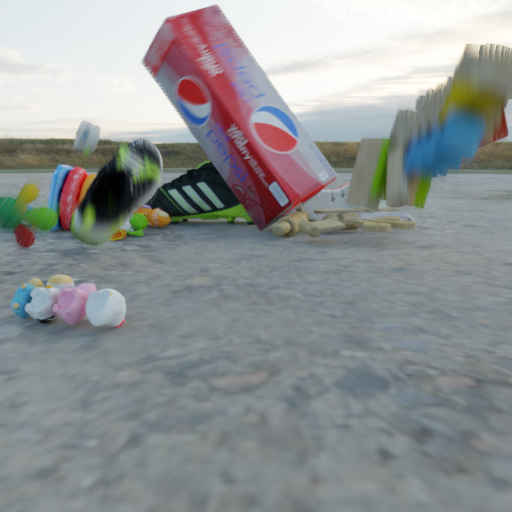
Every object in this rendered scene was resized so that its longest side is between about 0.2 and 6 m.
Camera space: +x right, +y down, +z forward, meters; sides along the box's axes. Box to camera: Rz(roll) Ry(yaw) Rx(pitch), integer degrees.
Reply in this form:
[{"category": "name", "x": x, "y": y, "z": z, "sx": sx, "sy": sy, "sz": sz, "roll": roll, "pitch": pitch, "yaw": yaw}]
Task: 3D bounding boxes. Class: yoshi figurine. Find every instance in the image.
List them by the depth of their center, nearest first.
[{"category": "yoshi figurine", "x": -2.410, "y": -0.606, "z": 10.565, "sx": 0.624, "sy": 0.626, "sz": 1.115, "roll": 18, "pitch": 11, "yaw": 7}]

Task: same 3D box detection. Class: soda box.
[{"category": "soda box", "x": -0.354, "y": -2.790, "z": 11.308, "sx": 1.520, "sy": 4.343, "sz": 1.377, "roll": -34, "pitch": -2, "yaw": -36}]

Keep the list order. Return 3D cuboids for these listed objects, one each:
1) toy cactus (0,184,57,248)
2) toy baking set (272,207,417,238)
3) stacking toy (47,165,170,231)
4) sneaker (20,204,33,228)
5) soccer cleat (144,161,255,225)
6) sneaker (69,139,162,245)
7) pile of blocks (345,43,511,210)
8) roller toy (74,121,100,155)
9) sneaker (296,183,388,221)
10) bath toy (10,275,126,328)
[{"category": "toy cactus", "x": -3.373, "y": -0.630, "z": 6.277, "sx": 2.137, "sy": 1.093, "sz": 1.763, "roll": 37, "pitch": 12, "yaw": -26}, {"category": "toy baking set", "x": 1.784, "y": -0.614, "z": 10.935, "sx": 2.573, "sy": 0.390, "sz": 3.353, "roll": 3, "pitch": 11, "yaw": 14}, {"category": "stacking toy", "x": -2.941, "y": -0.999, "z": 11.482, "sx": 2.401, "sy": 1.318, "sz": 1.393, "roll": 12, "pitch": 8, "yaw": -3}, {"category": "sneaker", "x": -4.984, "y": -0.802, "z": 11.821, "sx": 0.597, "sy": 0.592, "sz": 1.648, "roll": 42, "pitch": -16, "yaw": -20}, {"category": "soccer cleat", "x": -1.421, "y": -1.409, "z": 12.412, "sx": 3.418, "sy": 1.386, "sz": 1.154, "roll": 0, "pitch": 11, "yaw": -1}, {"category": "sneaker", "x": -1.850, "y": -1.029, "z": 7.968, "sx": 0.775, "sy": 0.896, "sz": 2.163, "roll": 30, "pitch": 51, "yaw": -10}, {"category": "pile of blocks", "x": 2.439, "y": -1.350, "z": 7.296, "sx": 1.090, "sy": 1.440, "sz": 3.508, "roll": 12, "pitch": -18, "yaw": -14}, {"category": "roller toy", "x": -3.007, "y": -2.123, "z": 9.916, "sx": 0.373, "sy": 0.487, "sz": 0.534, "roll": 15, "pitch": 40, "yaw": -26}, {"category": "sneaker", "x": 2.026, "y": -1.318, "z": 13.416, "sx": 2.383, "sy": 0.918, "sz": 0.976, "roll": -3, "pitch": 5, "yaw": -19}, {"category": "bath toy", "x": -1.731, "y": 0.457, "z": 5.374, "sx": 1.217, "sy": 0.529, "sz": 0.450, "roll": 4, "pitch": -30, "yaw": 26}]
